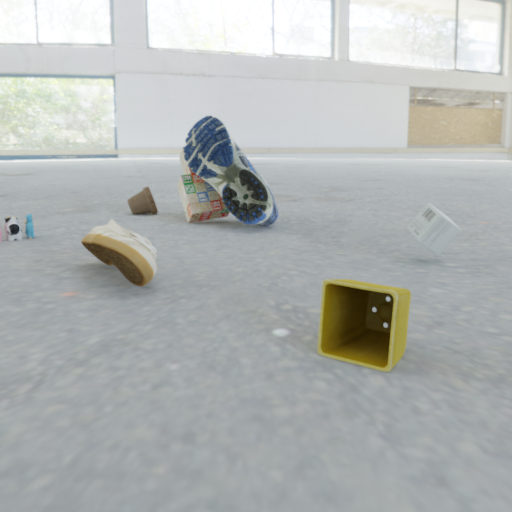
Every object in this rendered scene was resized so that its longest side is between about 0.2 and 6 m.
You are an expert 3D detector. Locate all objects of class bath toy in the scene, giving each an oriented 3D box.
[{"bbox_3d":[-5.569,-0.588,12.024,1.483,0.548,0.645,-9,15,-33],"label":"bath toy"}]

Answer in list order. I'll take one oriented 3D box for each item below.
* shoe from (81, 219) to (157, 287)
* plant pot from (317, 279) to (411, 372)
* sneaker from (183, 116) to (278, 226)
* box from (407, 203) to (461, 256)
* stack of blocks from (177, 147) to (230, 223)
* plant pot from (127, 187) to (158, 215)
[{"bbox_3d":[-2.111,-0.176,8.856,0.709,0.928,2.655,-46,27,-16],"label":"shoe"},{"bbox_3d":[1.230,0.663,5.967,0.824,0.818,0.842,9,9,34],"label":"plant pot"},{"bbox_3d":[-0.601,-2.002,14.019,1.346,3.494,1.488,-37,-25,13],"label":"sneaker"},{"bbox_3d":[3.157,-0.477,9.966,0.533,0.623,0.620,31,19,-20],"label":"box"},{"bbox_3d":[-1.456,-1.905,14.590,1.110,1.927,0.564,-11,-18,-22],"label":"stack of blocks"},{"bbox_3d":[-3.217,-1.467,15.739,0.697,0.799,0.799,-22,18,-12],"label":"plant pot"}]
